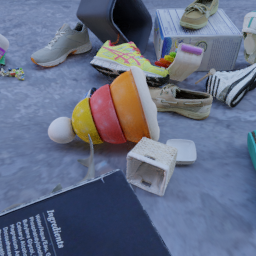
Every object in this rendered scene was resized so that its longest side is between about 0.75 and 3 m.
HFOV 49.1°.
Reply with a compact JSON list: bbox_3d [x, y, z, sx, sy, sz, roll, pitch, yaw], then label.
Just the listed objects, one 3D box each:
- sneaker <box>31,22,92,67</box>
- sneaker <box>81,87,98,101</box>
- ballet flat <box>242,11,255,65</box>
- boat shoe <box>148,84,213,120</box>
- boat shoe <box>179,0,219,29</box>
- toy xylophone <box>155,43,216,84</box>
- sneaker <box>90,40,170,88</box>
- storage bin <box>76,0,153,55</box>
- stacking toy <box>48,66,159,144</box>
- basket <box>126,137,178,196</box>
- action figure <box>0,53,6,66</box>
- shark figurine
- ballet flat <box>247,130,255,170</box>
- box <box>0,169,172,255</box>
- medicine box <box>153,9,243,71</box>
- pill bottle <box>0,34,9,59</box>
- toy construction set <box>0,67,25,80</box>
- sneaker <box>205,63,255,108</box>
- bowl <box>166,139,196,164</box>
[{"bbox_3d":[-2.681,-3.415,11.069,1.044,1.269,2.758,31,51,30],"label":"sneaker"},{"bbox_3d":[-1.200,-0.512,8.546,0.594,0.584,1.543,-25,42,36],"label":"sneaker"},{"bbox_3d":[4.440,-2.845,9.888,0.963,2.773,0.963,-13,61,24],"label":"ballet flat"},{"bbox_3d":[1.346,-0.993,8.763,2.525,0.820,0.911,17,45,17],"label":"boat shoe"},{"bbox_3d":[2.683,-4.423,10.285,0.980,0.845,2.685,25,49,25],"label":"boat shoe"},{"bbox_3d":[1.886,-2.028,9.324,1.622,2.215,0.556,13,82,-15],"label":"toy xylophone"},{"bbox_3d":[0.127,-2.318,9.607,2.952,1.154,1.333,22,83,21],"label":"sneaker"},{"bbox_3d":[-0.575,-4.097,10.936,1.920,2.858,2.080,13,82,30],"label":"storage bin"},{"bbox_3d":[-0.746,-0.280,7.408,2.901,2.120,2.120,-16,44,1],"label":"stacking toy"},{"bbox_3d":[0.562,0.879,6.616,0.989,0.998,0.803,19,44,19],"label":"basket"},{"bbox_3d":[-5.071,-2.608,10.792,1.003,0.464,1.698,-7,36,-5],"label":"action figure"},{"bbox_3d":[-1.337,1.310,6.144,1.526,1.066,2.554,31,53,27],"label":"shark figurine"},{"bbox_3d":[3.388,1.012,6.455,0.966,0.924,2.743,0,40,17],"label":"ballet flat"},{"bbox_3d":[-1.026,2.462,3.419,2.919,2.969,1.840,-20,47,-20],"label":"box"},{"bbox_3d":[2.556,-3.517,11.020,2.842,1.463,2.589,-2,43,-1],"label":"medicine box"},{"bbox_3d":[-3.158,-0.932,4.875,1.151,1.151,2.208,33,90,30],"label":"pill bottle"},{"bbox_3d":[-4.177,-1.983,10.197,0.872,0.402,0.572,5,42,-10],"label":"toy construction set"},{"bbox_3d":[3.592,-1.815,9.543,1.483,0.973,2.577,34,55,29],"label":"sneaker"},{"bbox_3d":[1.381,0.656,7.375,0.770,0.288,0.771,3,44,3],"label":"bowl"}]
